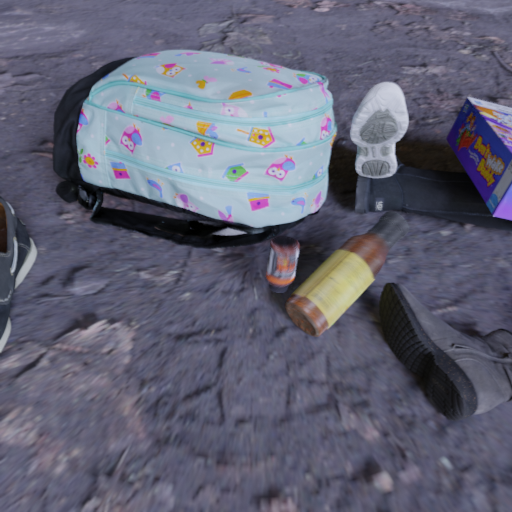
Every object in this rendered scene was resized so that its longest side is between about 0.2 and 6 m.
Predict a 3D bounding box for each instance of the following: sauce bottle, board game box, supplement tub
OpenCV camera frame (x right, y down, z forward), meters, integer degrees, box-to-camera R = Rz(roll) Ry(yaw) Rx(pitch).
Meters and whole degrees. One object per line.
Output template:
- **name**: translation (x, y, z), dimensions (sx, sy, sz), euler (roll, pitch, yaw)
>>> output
- **sauce bottle**: translation (1.314, 0.196, 7.719), dimensions (2.109, 0.696, 0.696), euler (-41, 51, -18)
- **board game box**: translation (5.404, -1.292, 9.212), dimensions (3.853, 0.863, 2.591), euler (11, 37, -9)
- **supplement tub**: translation (0.332, 0.122, 7.211), dimensions (0.376, 0.703, 0.376), euler (5, 32, -3)

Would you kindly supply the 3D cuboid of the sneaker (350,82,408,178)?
- **sneaker**: translation (1.861, -2.107, 8.710), dimensions (0.819, 2.102, 1.045), euler (2, 69, 6)

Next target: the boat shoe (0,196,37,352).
- **boat shoe**: translation (-3.895, 0.398, 7.600), dimensions (1.168, 1.100, 3.252), euler (-1, 39, -4)

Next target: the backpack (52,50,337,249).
- **backpack**: translation (-0.830, -1.934, 9.275), dimensions (4.262, 2.698, 3.557), euler (19, 41, 24)

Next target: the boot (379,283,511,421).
- **boot**: translation (2.554, 1.107, 7.108), dimensions (1.375, 0.729, 2.089), euler (-8, 47, -19)

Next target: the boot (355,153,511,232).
- **boot**: translation (3.209, -1.418, 10.070), dimensions (2.686, 0.882, 2.214), euler (5, 47, 11)
